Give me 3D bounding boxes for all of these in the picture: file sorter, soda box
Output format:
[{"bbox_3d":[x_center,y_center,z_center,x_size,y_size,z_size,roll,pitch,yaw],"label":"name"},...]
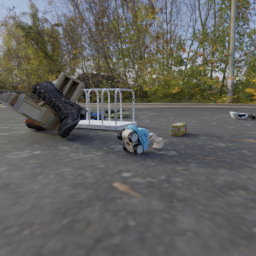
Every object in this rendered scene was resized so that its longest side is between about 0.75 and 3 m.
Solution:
[{"bbox_3d":[-1.157,-0.828,11.606,2.574,1.603,1.786,4,8,26],"label":"file sorter"},{"bbox_3d":[1.717,0.038,9.467,0.331,0.351,1.035,3,7,25],"label":"soda box"}]

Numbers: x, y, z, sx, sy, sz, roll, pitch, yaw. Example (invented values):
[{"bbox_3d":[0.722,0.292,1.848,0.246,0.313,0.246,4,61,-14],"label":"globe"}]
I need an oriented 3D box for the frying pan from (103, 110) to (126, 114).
[{"bbox_3d":[-0.820,-0.988,16.831,1.369,0.223,0.828,1,7,1],"label":"frying pan"}]

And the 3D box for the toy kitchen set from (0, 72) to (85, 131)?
[{"bbox_3d":[-2.813,-1.211,9.046,1.792,1.982,2.197,28,-7,5],"label":"toy kitchen set"}]

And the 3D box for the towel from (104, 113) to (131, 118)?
[{"bbox_3d":[-0.610,-0.770,16.940,1.413,0.258,1.048,-6,8,-35],"label":"towel"}]

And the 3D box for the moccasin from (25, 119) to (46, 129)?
[{"bbox_3d":[-3.241,-0.442,11.114,0.851,0.898,2.326,3,10,21],"label":"moccasin"}]

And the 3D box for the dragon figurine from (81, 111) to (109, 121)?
[{"bbox_3d":[-1.573,-0.512,13.244,0.943,0.558,1.897,-6,4,-32],"label":"dragon figurine"}]

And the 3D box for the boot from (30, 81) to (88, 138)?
[{"bbox_3d":[-2.313,-0.676,8.849,1.808,0.719,2.077,39,21,-8],"label":"boot"}]

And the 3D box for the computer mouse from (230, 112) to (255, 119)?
[{"bbox_3d":[6.283,-0.648,15.558,1.694,0.372,0.929,3,9,-32],"label":"computer mouse"}]

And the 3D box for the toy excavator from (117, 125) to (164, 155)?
[{"bbox_3d":[0.371,0.258,6.539,1.002,0.974,0.501,-38,27,-30],"label":"toy excavator"}]
